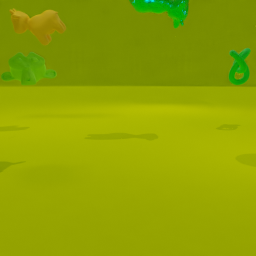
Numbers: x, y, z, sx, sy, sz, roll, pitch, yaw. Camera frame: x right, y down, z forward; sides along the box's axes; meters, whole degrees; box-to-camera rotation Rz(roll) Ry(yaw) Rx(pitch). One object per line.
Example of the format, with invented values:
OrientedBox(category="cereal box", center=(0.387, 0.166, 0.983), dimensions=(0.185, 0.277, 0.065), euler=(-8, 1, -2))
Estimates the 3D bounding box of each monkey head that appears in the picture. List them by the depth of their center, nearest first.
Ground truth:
OrientedBox(category="monkey head", center=(-1.871, -1.016, 5.276), dimensions=(1.042, 0.750, 0.628), euler=(-6, -23, -15))

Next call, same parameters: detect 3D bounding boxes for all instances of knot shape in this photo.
OrientedBox(category="knot shape", center=(3.893, -2.117, 9.775), dimensions=(0.610, 1.236, 1.321), euler=(6, 21, 30))

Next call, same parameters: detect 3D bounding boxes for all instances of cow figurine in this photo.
OrientedBox(category="cow figurine", center=(0.978, -3.806, 8.604), dimensions=(1.730, 1.702, 0.950), euler=(-14, -27, -17))
OrientedBox(category="cow figurine", center=(-3.137, -3.653, 9.644), dimensions=(1.579, 1.553, 0.867), euler=(-32, 25, 13))
